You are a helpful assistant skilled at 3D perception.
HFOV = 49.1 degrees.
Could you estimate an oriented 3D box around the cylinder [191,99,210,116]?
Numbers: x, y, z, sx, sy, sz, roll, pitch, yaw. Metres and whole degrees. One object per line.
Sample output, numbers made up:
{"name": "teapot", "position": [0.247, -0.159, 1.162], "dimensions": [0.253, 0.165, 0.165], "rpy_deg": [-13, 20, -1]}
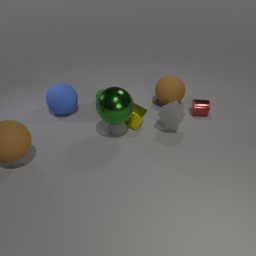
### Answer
{"name": "cylinder", "position": [3.232, -0.916, 12.485], "dimensions": [0.700, 0.700, 0.700], "rpy_deg": [3, 33, 5]}

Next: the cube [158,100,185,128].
{"name": "cube", "position": [1.730, -0.551, 11.077], "dimensions": [0.700, 0.700, 0.700], "rpy_deg": [-23, 20, 34]}

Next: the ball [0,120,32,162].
{"name": "ball", "position": [-3.933, 0.428, 9.271], "dimensions": [1.400, 1.400, 1.400], "rpy_deg": [0, 33, 0]}

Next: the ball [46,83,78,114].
{"name": "ball", "position": [-2.924, -1.306, 12.433], "dimensions": [1.400, 1.400, 1.400], "rpy_deg": [0, 33, 0]}

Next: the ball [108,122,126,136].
{"name": "ball", "position": [-0.439, -0.050, 11.139], "dimensions": [0.700, 0.700, 0.700], "rpy_deg": [0, 33, 0]}

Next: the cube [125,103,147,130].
{"name": "cube", "position": [0.281, -0.490, 11.558], "dimensions": [0.700, 0.700, 0.700], "rpy_deg": [28, 38, 7]}

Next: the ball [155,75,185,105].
{"name": "ball", "position": [1.972, -1.770, 13.101], "dimensions": [1.400, 1.400, 1.400], "rpy_deg": [0, 33, 0]}

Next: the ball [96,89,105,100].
{"name": "ball", "position": [-1.194, -1.508, 13.432], "dimensions": [0.700, 0.700, 0.700], "rpy_deg": [0, 33, 0]}

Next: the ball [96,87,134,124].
{"name": "ball", "position": [-0.485, -0.835, 10.407], "dimensions": [1.400, 1.400, 1.400], "rpy_deg": [0, 33, 0]}
